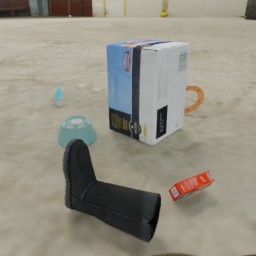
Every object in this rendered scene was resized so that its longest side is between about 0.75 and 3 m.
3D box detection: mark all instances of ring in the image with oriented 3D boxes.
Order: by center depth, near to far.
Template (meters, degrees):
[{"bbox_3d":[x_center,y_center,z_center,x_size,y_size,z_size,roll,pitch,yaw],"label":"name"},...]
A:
[{"bbox_3d":[2.028,-0.968,9.625,1.204,0.115,1.204,-19,48,22],"label":"ring"}]

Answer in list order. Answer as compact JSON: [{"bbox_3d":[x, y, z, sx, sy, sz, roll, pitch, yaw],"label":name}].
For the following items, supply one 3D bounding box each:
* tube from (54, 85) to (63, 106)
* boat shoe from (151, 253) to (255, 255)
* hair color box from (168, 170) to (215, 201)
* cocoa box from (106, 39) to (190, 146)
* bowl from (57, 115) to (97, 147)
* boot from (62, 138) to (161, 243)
[{"bbox_3d":[-2.607,-1.219,10.481,0.311,0.478,1.235,17,22,-24],"label":"tube"},{"bbox_3d":[0.963,2.013,3.213,2.328,0.791,0.838,-8,12,19],"label":"boat shoe"},{"bbox_3d":[1.263,1.141,5.542,0.837,0.425,0.256,-15,63,-25],"label":"hair color box"},{"bbox_3d":[0.530,-1.100,7.827,1.636,2.493,1.663,19,31,36],"label":"cocoa box"},{"bbox_3d":[-1.420,0.034,7.706,1.117,0.584,1.117,-1,25,0],"label":"bowl"},{"bbox_3d":[-0.276,1.011,4.762,1.728,1.425,0.567,14,24,29],"label":"boot"}]
